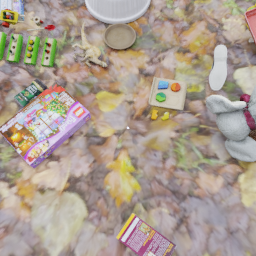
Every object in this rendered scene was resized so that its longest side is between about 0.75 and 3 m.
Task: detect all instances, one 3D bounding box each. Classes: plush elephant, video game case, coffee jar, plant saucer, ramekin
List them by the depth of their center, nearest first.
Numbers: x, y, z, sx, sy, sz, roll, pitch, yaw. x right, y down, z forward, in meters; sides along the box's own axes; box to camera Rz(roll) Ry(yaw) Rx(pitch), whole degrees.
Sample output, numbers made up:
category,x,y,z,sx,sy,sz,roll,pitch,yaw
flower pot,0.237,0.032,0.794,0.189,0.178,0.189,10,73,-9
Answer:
category,x,y,z,sx,sy,sz,roll,pitch,yaw
plush elephant,3.572,-0.372,7.968,2.222,2.363,2.870,-6,25,35
coffee jar,-3.098,-1.108,9.021,0.534,0.437,1.025,39,73,15
plant saucer,5.120,-3.309,9.651,2.036,0.374,2.040,-24,93,-10
plant saucer,-0.293,-3.264,10.051,1.159,0.171,1.159,0,69,0
ramekin,-0.393,-5.154,10.276,2.511,1.169,2.511,0,68,1
video game case,-4.885,-4.788,10.515,1.799,0.451,1.985,-9,68,-4

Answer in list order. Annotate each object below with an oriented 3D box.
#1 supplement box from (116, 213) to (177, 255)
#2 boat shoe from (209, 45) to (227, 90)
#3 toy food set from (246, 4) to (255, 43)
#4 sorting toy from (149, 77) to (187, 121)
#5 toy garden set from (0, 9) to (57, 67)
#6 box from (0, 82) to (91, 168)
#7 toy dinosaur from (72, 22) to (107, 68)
category,x,y,z,sx,sy,sz,roll,pitch,yaw
supplement box,0.460,2.954,7.273,1.374,0.588,0.758,34,72,13
boat shoe,2.951,-1.939,9.093,0.528,0.431,1.430,4,97,22
toy food set,4.884,-3.938,10.104,1.033,0.573,1.755,5,68,2
sorting toy,1.270,-0.935,9.074,1.148,0.206,1.541,11,68,5
toy garden set,-3.566,-3.162,9.617,2.202,0.439,1.836,8,83,3
box,-2.534,-0.150,8.609,1.602,0.458,2.341,42,74,15
toy dinosaur,-1.447,-2.696,9.727,0.962,0.554,1.903,-25,77,-26
